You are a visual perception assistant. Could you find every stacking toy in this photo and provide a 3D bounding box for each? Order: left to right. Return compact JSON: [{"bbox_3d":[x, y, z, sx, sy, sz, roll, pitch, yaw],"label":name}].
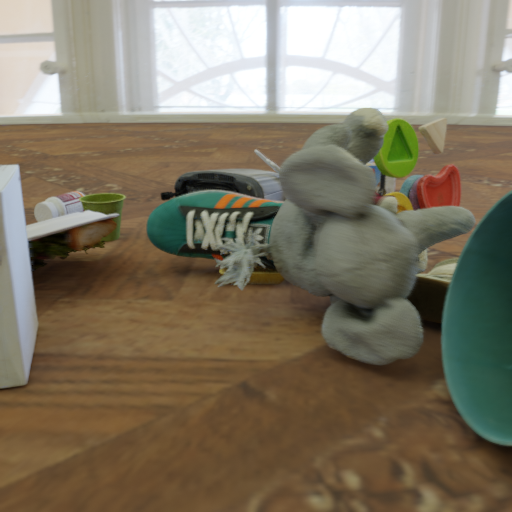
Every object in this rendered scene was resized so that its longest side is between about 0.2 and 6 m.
[{"bbox_3d":[2.624,-1.400,10.318,2.383,2.157,1.006,-15,11,-35],"label":"stacking toy"}]

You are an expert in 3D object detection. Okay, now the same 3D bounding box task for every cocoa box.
[{"bbox_3d":[3.033,-1.928,13.855,0.797,0.810,1.214,5,18,14],"label":"cocoa box"}]

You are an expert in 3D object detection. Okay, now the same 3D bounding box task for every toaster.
[{"bbox_3d":[-0.435,-0.935,10.119,2.245,1.276,1.450,8,16,32],"label":"toaster"}]

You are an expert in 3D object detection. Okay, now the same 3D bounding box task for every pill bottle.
[{"bbox_3d":[-3.883,-0.935,11.192,0.560,0.560,1.021,8,20,24],"label":"pill bottle"}]

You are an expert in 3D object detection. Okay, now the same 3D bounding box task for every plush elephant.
[{"bbox_3d":[1.161,-0.207,6.089,2.885,2.376,2.234,-25,20,-22],"label":"plush elephant"}]

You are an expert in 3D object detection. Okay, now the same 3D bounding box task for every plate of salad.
[{"bbox_3d":[-3.143,-0.093,7.915,2.550,0.613,2.550,-17,7,2],"label":"plate of salad"}]

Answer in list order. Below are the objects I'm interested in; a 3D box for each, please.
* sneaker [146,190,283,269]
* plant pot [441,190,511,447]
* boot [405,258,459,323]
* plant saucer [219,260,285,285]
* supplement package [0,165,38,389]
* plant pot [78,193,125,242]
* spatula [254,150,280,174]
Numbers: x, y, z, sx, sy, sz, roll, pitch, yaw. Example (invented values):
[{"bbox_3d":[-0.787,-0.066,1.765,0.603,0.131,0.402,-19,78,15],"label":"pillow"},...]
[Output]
[{"bbox_3d":[-0.142,-0.383,7.980,2.927,1.045,1.170,0,9,-3],"label":"sneaker"},{"bbox_3d":[2.734,0.582,4.389,1.647,2.052,2.052,14,16,-9],"label":"plant pot"},{"bbox_3d":[2.762,0.501,6.649,1.849,0.666,1.430,17,20,36],"label":"boot"},{"bbox_3d":[-0.010,0.194,8.220,0.982,0.238,0.982,0,18,2],"label":"plant saucer"},{"bbox_3d":[-3.310,0.209,5.378,2.027,1.938,1.491,-5,19,-16],"label":"supplement package"},{"bbox_3d":[-2.724,-0.673,10.047,0.808,0.767,0.808,-1,18,0],"label":"plant pot"},{"bbox_3d":[0.867,-1.069,10.071,2.240,0.180,1.558,37,9,-25],"label":"spatula"}]
